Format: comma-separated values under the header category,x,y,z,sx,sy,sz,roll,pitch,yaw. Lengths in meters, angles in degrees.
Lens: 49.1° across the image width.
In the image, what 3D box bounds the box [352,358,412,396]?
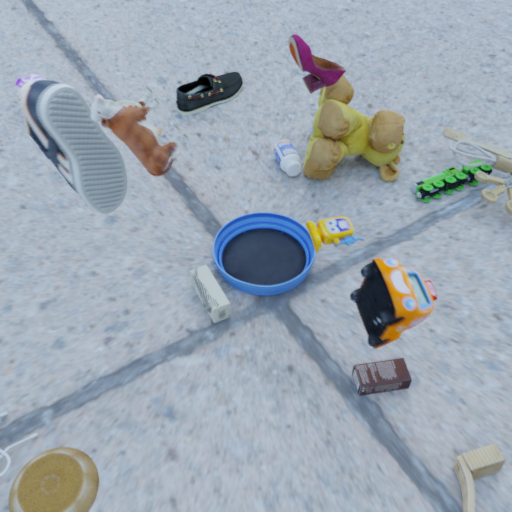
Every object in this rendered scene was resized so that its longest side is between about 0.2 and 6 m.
category,x,y,z,sx,sy,sz,roll,pitch,yaw
box,2.037,1.964,9.114,0.861,0.323,0.431,-7,48,-5

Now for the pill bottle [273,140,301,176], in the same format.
category,x,y,z,sx,sy,sz,roll,pitch,yaw
pill bottle,0.738,-2.233,12.876,0.490,0.490,0.875,-12,50,-11

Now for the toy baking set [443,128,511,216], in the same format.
category,x,y,z,sx,sy,sz,roll,pitch,yaw
toy baking set,5.484,-1.888,12.202,2.346,0.356,3.056,-4,52,-24

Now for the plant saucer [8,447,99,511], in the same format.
category,x,y,z,sx,sy,sz,roll,pitch,yaw
plant saucer,-2.893,3.280,7.955,1.266,0.224,1.266,0,47,0

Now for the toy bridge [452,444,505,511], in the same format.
category,x,y,z,sx,sy,sz,roll,pitch,yaw
toy bridge,3.343,4.152,6.984,1.154,0.467,3.434,-12,49,-7

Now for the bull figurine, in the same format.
category,x,y,z,sx,sy,sz,roll,pitch,yaw
bull figurine,-1.565,-1.738,7.599,0.842,1.388,0.452,-36,31,6

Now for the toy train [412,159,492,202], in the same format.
category,x,y,z,sx,sy,sz,roll,pitch,yaw
toy train,4.339,-1.700,12.450,2.015,0.420,0.568,-19,42,-17

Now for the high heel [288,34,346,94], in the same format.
category,x,y,z,sx,sy,sz,roll,pitch,yaw
high heel,1.150,-3.722,10.447,0.841,1.750,0.590,-29,73,9

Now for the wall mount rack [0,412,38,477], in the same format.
category,x,y,z,sx,sy,sz,roll,pitch,yaw
wall mount rack,-3.910,2.809,8.285,1.175,0.438,1.021,25,56,21

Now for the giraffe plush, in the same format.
category,x,y,z,sx,sy,sz,roll,pitch,yaw
giraffe plush,2.338,-2.669,12.537,2.174,2.313,2.680,13,12,-1

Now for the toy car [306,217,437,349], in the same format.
category,x,y,z,sx,sy,sz,roll,pitch,yaw
toy car,1.659,-0.034,8.104,0.994,1.465,2.987,-12,45,-8

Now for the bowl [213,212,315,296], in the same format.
category,x,y,z,sx,sy,sz,roll,pitch,yaw
bowl,0.153,-0.046,10.916,1.993,0.391,1.993,0,47,0

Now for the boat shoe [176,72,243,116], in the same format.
category,x,y,z,sx,sy,sz,roll,pitch,yaw
boat shoe,-1.186,-4.426,14.799,2.159,0.677,0.790,-33,55,-28

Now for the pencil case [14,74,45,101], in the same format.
category,x,y,z,sx,sy,sz,roll,pitch,yaw
pencil case,-5.192,-3.939,14.164,2.011,0.860,0.844,31,89,24

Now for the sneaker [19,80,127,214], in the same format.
category,x,y,z,sx,sy,sz,roll,pitch,yaw
sneaker,-2.810,-1.715,8.737,0.952,2.396,0.940,27,60,30

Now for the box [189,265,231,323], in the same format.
category,x,y,z,sx,sy,sz,roll,pitch,yaw
box,-0.840,0.685,10.221,0.360,0.432,1.051,-21,49,-18
